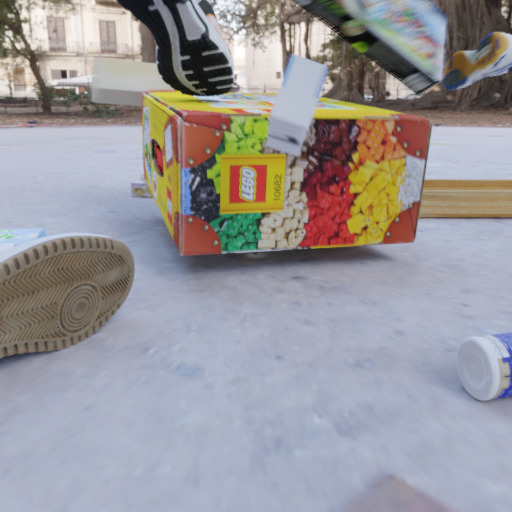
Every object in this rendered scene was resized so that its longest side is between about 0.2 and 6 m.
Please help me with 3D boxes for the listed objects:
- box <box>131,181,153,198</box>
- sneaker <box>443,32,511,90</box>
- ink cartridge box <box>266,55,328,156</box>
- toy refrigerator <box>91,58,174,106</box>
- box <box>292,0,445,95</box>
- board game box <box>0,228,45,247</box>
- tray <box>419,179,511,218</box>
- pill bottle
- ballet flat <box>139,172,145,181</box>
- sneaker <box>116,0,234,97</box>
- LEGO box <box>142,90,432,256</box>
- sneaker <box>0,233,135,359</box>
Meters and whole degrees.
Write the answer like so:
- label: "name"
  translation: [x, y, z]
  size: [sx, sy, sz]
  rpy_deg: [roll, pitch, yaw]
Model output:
- label: "box"
  translation: [-2.063, -1.522, 13.006]
  size: [1.758, 0.364, 0.340]
  rpy_deg: [6, 18, 16]
- label: "sneaker"
  translation: [3.984, -3.293, 9.757]
  size: [0.783, 0.668, 1.776]
  rpy_deg: [1, 2, -15]
- label: "ink cartridge box"
  translation: [0.361, -1.375, 5.244]
  size: [0.354, 0.607, 0.840]
  rpy_deg: [19, -7, 0]
- label: "toy refrigerator"
  translation: [-2.155, -3.296, 10.708]
  size: [1.865, 0.653, 0.708]
  rpy_deg: [-1, -7, -19]
- label: "box"
  translation: [1.657, -3.555, 7.978]
  size: [2.553, 1.405, 0.443]
  rpy_deg: [25, -27, -27]
- label: "board game box"
  translation: [-3.848, 0.133, 7.050]
  size: [1.809, 0.438, 2.392]
  rpy_deg: [-3, 15, -7]
- label: "tray"
  translation: [4.464, -1.180, 11.423]
  size: [3.225, 0.597, 1.590]
  rpy_deg: [-1, 16, 1]
- label: "pill bottle"
  translation: [2.082, 0.851, 4.439]
  size: [0.824, 0.493, 0.493]
  rpy_deg: [-4, 16, -13]
- label: "ballet flat"
  translation: [-2.021, -1.831, 13.722]
  size: [1.750, 0.628, 0.628]
  rpy_deg: [-1, 16, -5]
- label: "sneaker"
  translation: [-0.953, -3.228, 7.307]
  size: [1.095, 1.188, 2.970]
  rpy_deg: [-2, -22, 13]
- label: "LEGO box"
  translation: [0.057, -1.605, 9.008]
  size: [3.361, 1.741, 4.513]
  rpy_deg: [-3, 20, -15]
- label: "sneaker"
  translation: [-2.745, 0.349, 5.071]
  size: [1.769, 1.120, 3.145]
  rpy_deg: [15, 23, 33]
